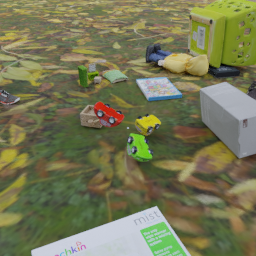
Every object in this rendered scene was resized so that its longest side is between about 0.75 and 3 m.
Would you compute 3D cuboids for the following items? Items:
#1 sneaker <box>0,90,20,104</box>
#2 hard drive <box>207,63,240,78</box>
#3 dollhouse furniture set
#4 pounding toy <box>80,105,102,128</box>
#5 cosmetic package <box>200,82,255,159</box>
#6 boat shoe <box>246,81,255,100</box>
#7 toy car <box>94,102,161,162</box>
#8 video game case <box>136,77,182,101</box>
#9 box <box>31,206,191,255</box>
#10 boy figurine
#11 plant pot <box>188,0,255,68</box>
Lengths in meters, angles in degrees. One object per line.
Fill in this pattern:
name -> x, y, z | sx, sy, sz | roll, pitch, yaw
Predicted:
sneaker -> -3.934, -1.009, 8.861 | 0.977, 0.400, 0.376 | 4, 31, 7
hard drive -> 3.656, -2.412, 11.342 | 1.041, 0.245, 1.491 | -8, 32, -12
dollhouse furniture set -> -0.927, -2.063, 10.328 | 1.808, 0.698, 0.904 | -17, 36, -26
pounding toy -> -0.859, -0.198, 7.495 | 0.802, 0.418, 0.913 | 8, 32, 13
cosmetic package -> 2.542, -0.272, 6.828 | 0.893, 1.058, 1.980 | -16, 32, -7
boat shoe -> 4.161, -1.249, 8.930 | 0.709, 0.628, 1.938 | 14, 36, 37
toy car -> 0.096, 0.182, 6.494 | 1.833, 0.409, 1.725 | 12, 36, -25
video game case -> 1.040, -1.387, 9.740 | 1.162, 0.145, 1.624 | -7, 32, -11
box -> -0.076, 2.033, 3.377 | 1.797, 0.869, 1.586 | -13, 35, -19
boy figurine -> 1.942, -2.733, 11.310 | 1.692, 0.877, 2.721 | -23, 36, -38
plant pot -> 3.763, -3.774, 11.283 | 2.120, 2.337, 2.325 | -15, 34, -16
